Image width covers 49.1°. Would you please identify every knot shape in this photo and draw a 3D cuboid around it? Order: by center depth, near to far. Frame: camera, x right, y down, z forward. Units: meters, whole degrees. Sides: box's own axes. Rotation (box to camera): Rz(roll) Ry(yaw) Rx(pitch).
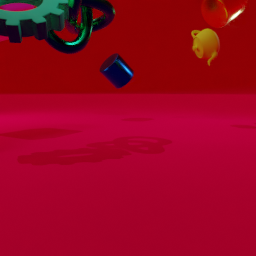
[{"bbox_3d":[-1.181,-2.470,6.232,0.854,1.730,1.849,35,-10,23],"label":"knot shape"}]

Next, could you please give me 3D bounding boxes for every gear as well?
[{"bbox_3d":[-2.042,-2.240,5.183,1.806,0.334,1.806,5,49,-6],"label":"gear"}]

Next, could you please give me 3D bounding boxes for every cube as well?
[{"bbox_3d":[-3.773,-3.355,7.830,1.324,1.324,1.324,-39,11,30],"label":"cube"}]

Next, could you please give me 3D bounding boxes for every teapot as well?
[{"bbox_3d":[2.477,-2.622,9.014,0.755,1.541,0.958,-19,-29,-5],"label":"teapot"}]

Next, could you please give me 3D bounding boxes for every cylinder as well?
[{"bbox_3d":[3.323,-4.256,9.702,1.121,1.121,1.121,-41,23,-17],"label":"cylinder"},{"bbox_3d":[-0.443,-2.262,11.124,1.008,1.008,1.008,43,-17,-30],"label":"cylinder"}]
